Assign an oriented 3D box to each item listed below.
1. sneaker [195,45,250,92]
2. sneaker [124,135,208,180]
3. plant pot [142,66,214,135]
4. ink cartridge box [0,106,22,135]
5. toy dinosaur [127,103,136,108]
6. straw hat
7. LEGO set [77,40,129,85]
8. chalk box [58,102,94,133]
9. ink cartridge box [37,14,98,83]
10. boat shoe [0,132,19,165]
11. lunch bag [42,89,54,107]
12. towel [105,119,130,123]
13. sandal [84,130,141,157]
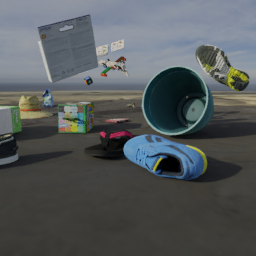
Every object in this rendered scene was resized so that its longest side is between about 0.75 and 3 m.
[{"bbox_3d":[3.011,-1.966,9.452,2.310,0.860,0.977,32,5,-25],"label":"sneaker"},{"bbox_3d":[0.464,0.497,5.037,0.727,0.611,1.854,-6,11,-43],"label":"sneaker"},{"bbox_3d":[1.755,-0.683,8.718,2.002,2.002,1.881,6,-4,32],"label":"plant pot"},{"bbox_3d":[-4.399,-0.157,8.208,1.476,0.852,2.028,3,10,16],"label":"ink cartridge box"},{"bbox_3d":[0.173,-1.430,17.403,0.896,0.345,0.458,10,7,33],"label":"toy dinosaur"},{"bbox_3d":[-4.662,-1.051,13.228,2.312,0.978,2.312,1,9,0],"label":"straw hat"},{"bbox_3d":[-0.938,-2.323,10.291,1.823,0.599,2.441,-14,39,10],"label":"LEGO set"},{"bbox_3d":[-1.715,-0.334,9.142,0.929,0.923,1.489,2,11,6],"label":"chalk box"},{"bbox_3d":[-1.674,-2.266,7.940,1.562,1.591,0.345,-25,38,-25],"label":"ink cartridge box"},{"bbox_3d":[-3.037,0.475,5.261,0.738,0.589,1.952,7,12,34],"label":"boat shoe"},{"bbox_3d":[-5.222,-1.983,18.275,0.721,1.132,0.962,-1,10,-11],"label":"lunch bag"},{"bbox_3d":[-0.418,-0.305,11.440,0.631,0.100,0.877,5,9,37],"label":"towel"},{"bbox_3d":[-0.263,0.253,6.740,0.893,0.536,2.378,5,11,26],"label":"sandal"}]
